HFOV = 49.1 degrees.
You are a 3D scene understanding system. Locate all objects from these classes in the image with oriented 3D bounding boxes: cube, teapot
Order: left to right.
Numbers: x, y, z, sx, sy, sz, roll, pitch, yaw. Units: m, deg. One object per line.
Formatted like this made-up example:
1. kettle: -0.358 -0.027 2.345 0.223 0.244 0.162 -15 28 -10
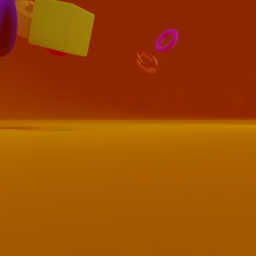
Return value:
1. teapot: -3.228 -3.540 8.896 2.078 1.292 1.018 -21 -21 -44
2. cube: -2.019 -3.067 8.630 1.328 1.328 1.328 18 14 18

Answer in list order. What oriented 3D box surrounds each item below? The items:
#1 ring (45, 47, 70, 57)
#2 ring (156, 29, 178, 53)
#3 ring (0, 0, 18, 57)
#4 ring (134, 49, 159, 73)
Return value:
1. ring: -2.585 -3.582 10.737 1.648 1.648 0.330 1 10 18
2. ring: 1.592 -3.579 11.515 0.217 1.083 1.083 30 -18 -38
3. ring: -2.880 -2.455 5.829 1.918 1.918 0.384 2 17 46
4. ring: 0.704 -2.533 10.588 1.120 1.120 0.224 -2 -33 -41
